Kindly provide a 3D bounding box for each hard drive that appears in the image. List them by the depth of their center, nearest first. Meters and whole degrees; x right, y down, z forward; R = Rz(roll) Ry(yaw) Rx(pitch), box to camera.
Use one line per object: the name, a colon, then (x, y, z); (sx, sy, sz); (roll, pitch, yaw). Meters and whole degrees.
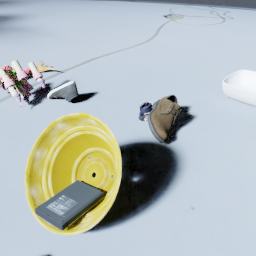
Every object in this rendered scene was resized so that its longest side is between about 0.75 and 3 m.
hard drive: (-1.376, 1.794, 6.734); (0.956, 0.225, 1.370); (15, 30, 35)

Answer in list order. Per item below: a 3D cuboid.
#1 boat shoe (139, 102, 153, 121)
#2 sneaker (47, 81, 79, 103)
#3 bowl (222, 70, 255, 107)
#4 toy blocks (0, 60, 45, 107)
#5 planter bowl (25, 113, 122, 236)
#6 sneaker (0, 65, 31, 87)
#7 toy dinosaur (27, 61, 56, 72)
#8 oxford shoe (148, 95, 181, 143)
boat shoe: (0.951, -0.774, 10.904); (0.499, 0.620, 1.337); (25, 41, 36)
sneaker: (-2.739, -1.347, 11.898); (1.556, 0.771, 0.550); (-22, 2, 25)
bowl: (5.369, -1.677, 12.139); (2.218, 0.828, 2.215); (27, 42, 34)
toy blocks: (-4.619, -1.660, 11.834); (1.954, 1.645, 1.826); (-27, 6, 12)
planter bowl: (-1.115, 1.125, 6.925); (2.804, 2.804, 1.168); (23, -2, 32)
sneaker: (-5.611, -2.693, 13.672); (0.743, 0.874, 2.016); (23, 38, 31)
toy dinosaur: (-4.475, -3.143, 14.869); (1.723, 0.520, 0.915); (-6, 45, 5)
oxford shoe: (1.324, -0.464, 9.810); (1.030, 0.887, 2.441); (-34, 26, 33)
